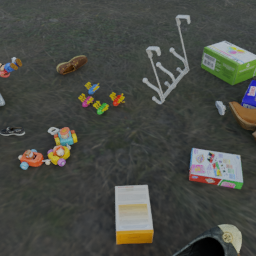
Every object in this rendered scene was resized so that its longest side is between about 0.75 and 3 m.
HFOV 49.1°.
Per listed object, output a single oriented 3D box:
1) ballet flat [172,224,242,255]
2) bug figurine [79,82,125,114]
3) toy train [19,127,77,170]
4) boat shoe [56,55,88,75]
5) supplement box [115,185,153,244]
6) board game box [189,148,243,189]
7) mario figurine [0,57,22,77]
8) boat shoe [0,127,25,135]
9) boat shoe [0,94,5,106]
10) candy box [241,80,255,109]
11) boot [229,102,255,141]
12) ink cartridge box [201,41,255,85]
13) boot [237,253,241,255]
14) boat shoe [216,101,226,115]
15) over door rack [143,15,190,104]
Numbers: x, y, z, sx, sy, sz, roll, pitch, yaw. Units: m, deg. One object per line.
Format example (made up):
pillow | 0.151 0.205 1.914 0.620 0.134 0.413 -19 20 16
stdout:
ballet flat | 1.399 2.988 6.060 2.850 0.809 0.947 -27 53 -18
bug figurine | -1.118 -1.190 11.466 1.859 0.478 1.441 27 53 22
toy train | -2.614 0.541 9.336 1.563 0.579 2.080 12 42 14
boat shoe | -2.628 -2.996 13.559 1.633 0.588 0.552 -29 54 -23
supplement box | 0.126 2.237 7.358 0.917 0.535 1.455 -1 40 -2
board game box | 2.720 1.228 8.727 1.524 0.307 1.166 9 41 10
mario figurine | -4.343 -2.194 9.958 1.149 0.609 0.709 -11 0 35
boat shoe | -4.195 0.089 10.104 0.899 0.271 0.332 4 40 4
boat shoe | -5.698 -1.674 11.789 0.761 0.874 2.372 -11 45 -22
candy box | 5.593 -0.900 10.853 2.107 0.812 1.782 22 47 23
boot | 4.772 -0.560 9.881 1.666 0.823 2.146 -38 48 8
ink cartridge box | 5.359 -3.366 13.545 2.899 1.098 2.142 -23 45 -23
boot | 2.424 3.075 6.530 0.410 0.400 1.086 -16 44 -2
boat shoe | 3.754 -0.807 11.165 0.297 0.302 0.851 -3 34 0
over door rack | 1.180 -2.093 8.639 0.773 2.320 1.714 28 65 27
